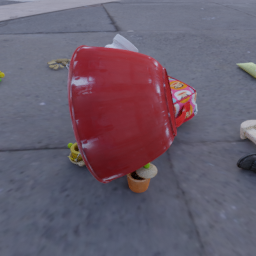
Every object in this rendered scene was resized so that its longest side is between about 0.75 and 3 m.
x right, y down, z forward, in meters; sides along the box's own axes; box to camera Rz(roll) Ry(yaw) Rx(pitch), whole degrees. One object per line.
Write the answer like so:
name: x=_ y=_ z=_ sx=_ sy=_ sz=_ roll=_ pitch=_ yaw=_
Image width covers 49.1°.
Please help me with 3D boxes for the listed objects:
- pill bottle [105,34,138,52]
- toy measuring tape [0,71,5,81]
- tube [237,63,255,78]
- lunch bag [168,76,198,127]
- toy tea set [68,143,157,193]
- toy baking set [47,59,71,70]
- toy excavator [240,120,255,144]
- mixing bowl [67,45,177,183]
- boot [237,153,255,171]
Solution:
pill bottle: x=-0.462 y=-1.704 z=7.713 sx=0.901 sy=1.555 sz=0.901 roll=36 pitch=7 yaw=-5
toy measuring tape: x=-6.011 y=-2.137 z=11.474 sx=1.775 sy=0.653 sz=0.653 roll=-10 pitch=35 yaw=-14
tube: x=5.550 y=-2.564 z=12.345 sx=0.550 sy=0.492 sz=1.897 roll=32 pitch=21 yaw=-23
lunch bag: x=0.737 y=-0.648 z=8.678 sx=2.813 sy=1.152 sz=2.478 roll=-26 pitch=39 yaw=-28
toy tea set: x=-0.293 y=0.528 z=7.166 sx=2.627 sy=0.972 sz=1.562 roll=22 pitch=39 yaw=29
toy baking set: x=-3.030 y=-2.989 z=13.215 sx=1.547 sy=0.180 sz=1.187 roll=-6 pitch=37 yaw=-8
toy excavator: x=4.282 y=0.461 z=7.298 sx=2.363 sy=1.180 sz=2.298 roll=0 pitch=31 yaw=16
mixing bowl: x=0.123 y=-0.410 z=5.982 sx=1.622 sy=2.996 sz=2.996 roll=-9 pitch=32 yaw=13
boot: x=3.426 y=1.114 z=6.778 sx=1.273 sy=0.441 sz=1.109 roll=0 pitch=33 yaw=-4
